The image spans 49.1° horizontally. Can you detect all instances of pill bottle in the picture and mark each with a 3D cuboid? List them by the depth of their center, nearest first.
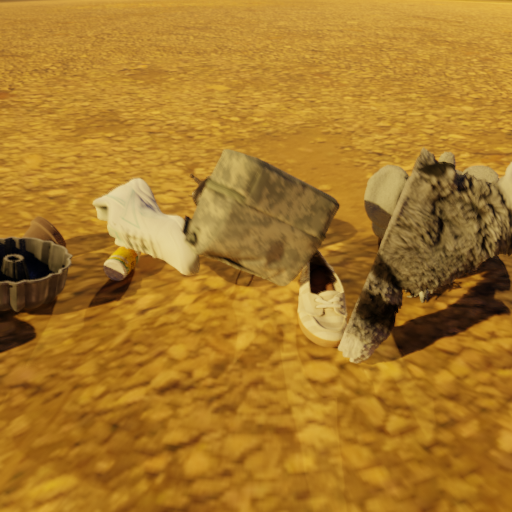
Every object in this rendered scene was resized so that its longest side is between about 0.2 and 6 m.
[{"bbox_3d":[-2.339,0.076,9.918,0.429,0.429,0.761,8,32,13],"label":"pill bottle"}]

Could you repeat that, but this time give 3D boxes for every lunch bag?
[{"bbox_3d":[0.026,-0.525,8.650,1.963,1.646,1.368,23,3,-31],"label":"lunch bag"}]

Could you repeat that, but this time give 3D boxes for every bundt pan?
[{"bbox_3d":[-3.915,0.333,9.084,1.800,0.676,1.800,7,23,-3],"label":"bundt pan"}]

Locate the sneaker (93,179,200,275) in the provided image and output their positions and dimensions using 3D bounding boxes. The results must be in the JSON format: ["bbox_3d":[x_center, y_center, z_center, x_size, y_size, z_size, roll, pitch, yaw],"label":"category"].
[{"bbox_3d":[-1.857,-0.369,9.459,1.041,0.914,2.598,-25,45,-28],"label":"sneaker"}]

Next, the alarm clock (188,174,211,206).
[{"bbox_3d":[-0.488,-0.707,10.021,0.590,1.774,1.196,-50,35,-7],"label":"alarm clock"}]

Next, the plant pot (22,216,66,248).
[{"bbox_3d":[-3.995,-0.234,10.269,0.757,0.757,0.661,22,57,31],"label":"plant pot"}]

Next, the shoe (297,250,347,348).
[{"bbox_3d":[1.008,0.622,8.881,0.738,0.564,2.112,-1,31,-2],"label":"shoe"}]

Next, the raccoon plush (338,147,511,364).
[{"bbox_3d":[2.855,0.168,7.692,2.327,3.472,1.680,23,18,10],"label":"raccoon plush"}]

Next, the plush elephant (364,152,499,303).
[{"bbox_3d":[3.093,-0.790,9.690,2.262,2.127,2.747,13,34,20],"label":"plush elephant"}]
